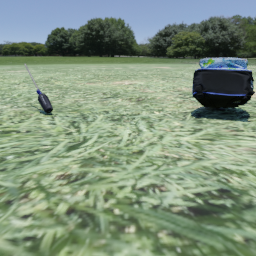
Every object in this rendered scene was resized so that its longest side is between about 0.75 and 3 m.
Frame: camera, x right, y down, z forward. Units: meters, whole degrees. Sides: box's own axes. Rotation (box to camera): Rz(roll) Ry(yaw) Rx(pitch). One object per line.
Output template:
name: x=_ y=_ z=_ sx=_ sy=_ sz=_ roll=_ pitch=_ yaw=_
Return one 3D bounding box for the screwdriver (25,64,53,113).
screwdriver: x=-3.686 y=-1.621 z=11.151 sx=2.839 sy=0.413 sz=0.396 roll=51 pitch=11 yaw=28

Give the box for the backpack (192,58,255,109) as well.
backpack: x=3.647 y=-1.658 z=10.683 sx=2.153 sy=1.729 sz=2.353 roll=5 pitch=-7 yaw=21
